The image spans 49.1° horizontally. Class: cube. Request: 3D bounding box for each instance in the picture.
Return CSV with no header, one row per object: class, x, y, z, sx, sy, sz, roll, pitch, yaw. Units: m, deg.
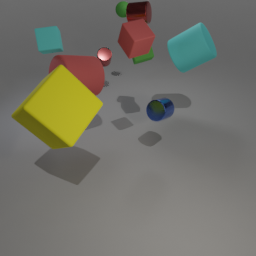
cube,0.473,-2.740,9.999,0.700,0.700,0.700,-16,6,-1
cube,0.223,-2.503,7.867,0.700,0.700,0.700,-22,70,-24
cube,-1.774,-0.450,6.995,1.400,1.400,1.400,-11,41,57
cube,-2.541,-2.830,9.062,0.700,0.700,0.700,-9,8,-4

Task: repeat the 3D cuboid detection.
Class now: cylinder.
cylinder,1.060,-0.605,9.149,0.700,0.700,0.700,20,22,29
cylinder,2.448,-3.042,10.718,1.400,1.400,1.400,-23,20,31
cylinder,0.377,-3.879,9.463,0.700,0.700,0.700,4,32,20
cylinder,-1.153,-3.438,13.602,0.700,0.700,0.700,-6,-10,-9
cylinder,-1.746,-1.740,9.502,1.400,1.400,1.400,-10,31,-40

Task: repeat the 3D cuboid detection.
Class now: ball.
ball,-0.225,-5.451,12.888,0.700,0.700,0.700,0,32,0
